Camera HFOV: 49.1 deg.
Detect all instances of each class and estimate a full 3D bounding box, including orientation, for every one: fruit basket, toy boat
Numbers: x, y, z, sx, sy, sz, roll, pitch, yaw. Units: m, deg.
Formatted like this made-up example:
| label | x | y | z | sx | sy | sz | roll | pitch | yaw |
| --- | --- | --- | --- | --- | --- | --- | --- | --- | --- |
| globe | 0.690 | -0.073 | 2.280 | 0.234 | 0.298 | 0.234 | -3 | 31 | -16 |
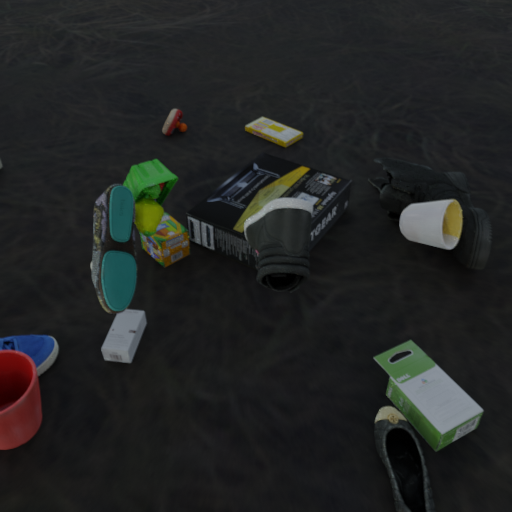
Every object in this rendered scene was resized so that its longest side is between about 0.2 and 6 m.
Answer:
| label | x | y | z | sx | sy | sz | roll | pitch | yaw |
| --- | --- | --- | --- | --- | --- | --- | --- | --- | --- |
| fruit basket | -1.774 | -0.886 | 9.368 | 0.844 | 1.171 | 1.171 | -25 | 46 | -35 |
| toy boat | -2.086 | -3.456 | 14.723 | 0.564 | 0.563 | 0.863 | 27 | 38 | -16 |

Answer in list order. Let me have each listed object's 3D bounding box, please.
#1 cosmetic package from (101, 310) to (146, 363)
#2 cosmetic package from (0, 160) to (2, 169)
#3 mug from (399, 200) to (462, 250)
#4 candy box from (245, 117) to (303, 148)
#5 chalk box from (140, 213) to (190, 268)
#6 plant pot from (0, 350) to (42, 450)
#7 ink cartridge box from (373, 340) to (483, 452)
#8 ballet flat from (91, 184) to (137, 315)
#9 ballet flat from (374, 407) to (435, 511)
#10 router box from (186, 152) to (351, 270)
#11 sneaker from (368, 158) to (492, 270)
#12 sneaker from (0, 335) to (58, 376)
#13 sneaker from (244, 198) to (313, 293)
| label | x | y | z | sx | sy | sz | roll | pitch | yaw |
| --- | --- | --- | --- | --- | --- | --- | --- | --- | --- |
| cosmetic package | -2.140 | 1.291 | 9.134 | 0.458 | 0.333 | 0.900 | 4 | 41 | 5 |
| cosmetic package | -6.412 | -2.008 | 12.846 | 0.512 | 0.606 | 1.173 | 7 | 39 | 8 |
| mug | 3.015 | -0.554 | 9.655 | 0.853 | 0.832 | 1.039 | 7 | 4 | 42 |
| candy box | 0.458 | -3.243 | 14.631 | 1.398 | 0.185 | 0.714 | 30 | 51 | 31 |
| chalk box | -1.842 | -0.377 | 10.874 | 0.642 | 0.638 | 1.029 | -29 | 48 | -31 |
| plant pot | -3.487 | 2.046 | 7.707 | 1.134 | 1.003 | 1.134 | 1 | 40 | 0 |
| ink cartridge box | 2.445 | 1.999 | 8.194 | 0.782 | 0.447 | 1.506 | -20 | 44 | -22 |
| ballet flat | -2.233 | -0.069 | 8.665 | 0.736 | 0.736 | 2.047 | -1 | 74 | -1 |
| ballet flat | 1.973 | 2.723 | 7.275 | 0.610 | 0.522 | 1.837 | -3 | 40 | -4 |
| router box | 0.320 | -0.933 | 11.441 | 2.240 | 0.744 | 2.849 | 23 | 45 | 25 |
| sneaker | 3.364 | -0.959 | 11.299 | 1.884 | 1.085 | 3.612 | 4 | 35 | 4 |
| sneaker | -4.083 | 1.443 | 8.297 | 2.088 | 1.162 | 0.802 | -16 | 43 | -19 |
| sneaker | 0.222 | 0.001 | 7.754 | 0.767 | 2.170 | 1.076 | 8 | 78 | -10 |
